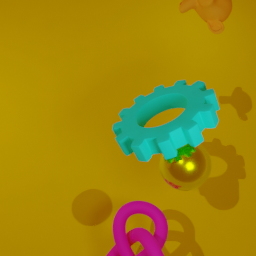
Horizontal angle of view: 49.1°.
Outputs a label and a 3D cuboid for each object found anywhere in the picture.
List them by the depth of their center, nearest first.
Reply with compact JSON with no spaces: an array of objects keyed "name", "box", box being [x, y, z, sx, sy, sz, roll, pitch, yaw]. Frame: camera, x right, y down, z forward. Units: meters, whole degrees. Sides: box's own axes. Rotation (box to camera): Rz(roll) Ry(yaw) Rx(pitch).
[{"name":"ball","box":[1.026,0.662,5.076,0.938,0.938,0.938,0,74,0]},{"name":"gear","box":[0.659,-0.199,5.136,1.916,1.916,0.354,-34,120,-9]},{"name":"monkey head","box":[1.534,-2.348,5.475,0.919,0.770,1.277,-18,44,31]},{"name":"knot shape","box":[0.214,2.471,6.079,1.874,0.866,1.754,-10,59,41]}]
